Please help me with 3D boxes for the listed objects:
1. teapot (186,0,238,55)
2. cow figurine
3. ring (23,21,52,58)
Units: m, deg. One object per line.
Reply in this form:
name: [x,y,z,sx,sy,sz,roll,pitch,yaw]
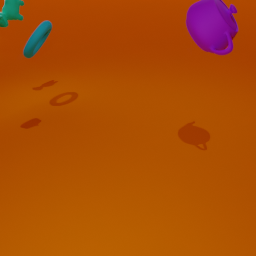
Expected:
teapot: [1.646,-2.044,5.318,1.052,0.828,1.692,18,54,-38]
cow figurine: [-4.036,-3.895,9.351,0.594,1.083,1.066,16,14,30]
ring: [-2.794,-2.736,8.681,0.268,1.340,1.340,35,24,-16]
